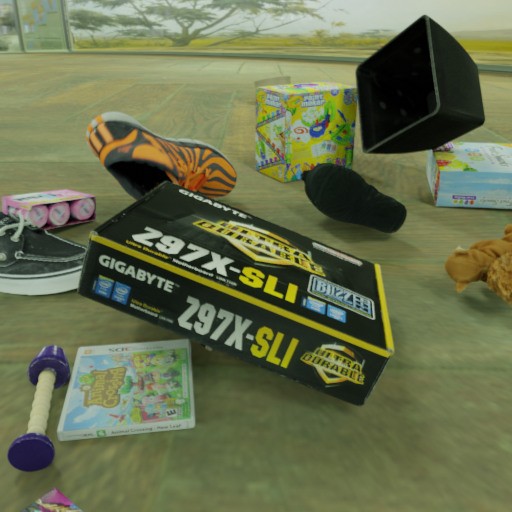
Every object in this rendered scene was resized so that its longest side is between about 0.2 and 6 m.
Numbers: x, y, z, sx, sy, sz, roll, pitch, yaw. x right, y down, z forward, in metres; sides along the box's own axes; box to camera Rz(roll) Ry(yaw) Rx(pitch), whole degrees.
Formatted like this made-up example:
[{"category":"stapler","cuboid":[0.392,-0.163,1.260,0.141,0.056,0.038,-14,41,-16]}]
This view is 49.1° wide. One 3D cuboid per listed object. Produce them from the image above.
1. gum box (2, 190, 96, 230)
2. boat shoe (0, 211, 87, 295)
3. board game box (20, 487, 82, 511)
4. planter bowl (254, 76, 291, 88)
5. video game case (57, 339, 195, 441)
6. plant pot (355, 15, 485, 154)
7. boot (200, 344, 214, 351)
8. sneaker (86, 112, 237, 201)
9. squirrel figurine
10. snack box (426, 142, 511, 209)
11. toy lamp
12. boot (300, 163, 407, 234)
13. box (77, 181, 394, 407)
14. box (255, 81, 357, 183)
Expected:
[{"category":"gum box","cuboid":[-3.534,-0.791,9.534,0.787,0.459,1.387,14,19,31]},{"category":"boat shoe","cuboid":[-3.456,-0.135,7.808,2.821,0.956,1.012,5,25,11]},{"category":"board game box","cuboid":[-1.340,2.395,3.007,1.872,0.408,1.881,19,31,34]},{"category":"planter bowl","cuboid":[0.628,-5.902,20.158,1.336,0.899,1.336,-7,12,2]},{"category":"video game case","cuboid":[-1.264,1.300,5.682,1.232,0.149,1.353,-4,25,-7]},{"category":"plant pot","cuboid":[3.281,-3.053,10.868,1.736,1.957,1.952,8,-18,-29]},{"category":"boot","cuboid":[-0.962,0.437,6.502,1.256,0.610,1.668,20,20,-13]},{"category":"sneaker","cuboid":[-1.380,-1.277,9.605,3.030,1.176,1.698,11,33,-40]},{"category":"squirrel figurine","cuboid":[3.064,0.129,7.102,1.152,0.874,1.235,-2,15,-13]},{"category":"snack box","cuboid":[4.560,-1.668,11.289,1.998,0.802,2.369,4,26,11]},{"category":"toy lamp","cuboid":[-2.008,1.356,5.293,0.426,0.426,1.463,-5,28,-10]},{"category":"boot","cuboid":[1.301,-1.089,9.207,2.100,0.777,1.721,19,13,-32]},{"category":"box","cuboid":[-0.072,0.223,6.088,2.928,0.723,2.338,22,23,2]},{"category":"box","cuboid":[1.106,-2.803,12.459,1.952,1.880,1.191,-14,28,-29]}]
